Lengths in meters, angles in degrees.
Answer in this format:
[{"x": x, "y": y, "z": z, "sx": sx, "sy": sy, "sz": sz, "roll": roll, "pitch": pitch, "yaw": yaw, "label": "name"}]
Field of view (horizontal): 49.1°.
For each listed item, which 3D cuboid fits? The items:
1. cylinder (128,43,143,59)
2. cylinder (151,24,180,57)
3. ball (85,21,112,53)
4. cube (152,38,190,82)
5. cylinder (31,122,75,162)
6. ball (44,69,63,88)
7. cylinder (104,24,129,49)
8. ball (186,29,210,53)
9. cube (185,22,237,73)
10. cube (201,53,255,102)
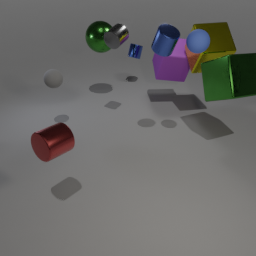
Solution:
[{"x": 0.393, "y": -4.160, "z": 15.196, "sx": 0.700, "sy": 0.700, "sz": 0.700, "roll": 13, "pitch": 14, "yaw": -3, "label": "cylinder"}, {"x": 1.138, "y": -2.662, "z": 8.516, "sx": 0.700, "sy": 0.700, "sz": 0.700, "roll": 9, "pitch": 53, "yaw": -12, "label": "cylinder"}, {"x": -1.247, "y": -4.158, "z": 12.810, "sx": 1.400, "sy": 1.400, "sz": 1.400, "roll": 0, "pitch": 30, "yaw": 0, "label": "ball"}, {"x": 2.013, "y": -3.124, "z": 12.777, "sx": 1.400, "sy": 1.400, "sz": 1.400, "roll": 3, "pitch": 52, "yaw": -10, "label": "cube"}, {"x": -1.678, "y": 0.308, "z": 6.270, "sx": 0.700, "sy": 0.700, "sz": 0.700, "roll": 22, "pitch": 33, "yaw": 33, "label": "cylinder"}, {"x": -2.777, "y": -1.831, "z": 10.413, "sx": 0.700, "sy": 0.700, "sz": 0.700, "roll": 0, "pitch": 30, "yaw": 0, "label": "ball"}, {"x": -0.428, "y": -3.391, "z": 10.365, "sx": 0.700, "sy": 0.700, "sz": 0.700, "roll": 17, "pitch": 48, "yaw": 26, "label": "cylinder"}, {"x": 2.112, "y": -2.613, "z": 8.456, "sx": 0.700, "sy": 0.700, "sz": 0.700, "roll": 0, "pitch": 30, "yaw": 0, "label": "ball"}, {"x": 3.247, "y": -3.196, "z": 11.245, "sx": 1.400, "sy": 1.400, "sz": 1.400, "roll": -6, "pitch": 69, "yaw": -7, "label": "cube"}, {"x": 3.570, "y": -1.722, "z": 9.672, "sx": 1.400, "sy": 1.400, "sz": 1.400, "roll": -10, "pitch": 5, "yaw": -24, "label": "cube"}]
